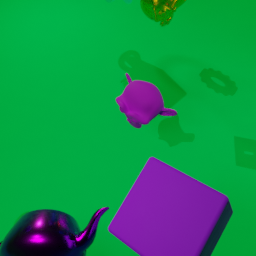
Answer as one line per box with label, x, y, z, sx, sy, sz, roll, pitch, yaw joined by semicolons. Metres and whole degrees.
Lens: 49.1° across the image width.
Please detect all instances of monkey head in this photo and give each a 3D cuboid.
monkey head;0.786;-2.866;6.342;0.970;1.348;0.812;-37;68;23
monkey head;0.301;-0.485;6.029;1.471;1.058;0.887;41;78;20

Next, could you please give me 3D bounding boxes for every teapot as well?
teapot;-1.165;1.673;4.173;1.963;1.221;0.961;-19;41;13

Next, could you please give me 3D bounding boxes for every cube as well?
cube;0.694;1.367;4.178;1.223;1.223;1.223;26;79;31

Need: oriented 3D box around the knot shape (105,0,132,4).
knot shape;-0.253;-4.290;8.308;0.708;1.434;1.533;2;80;-17
